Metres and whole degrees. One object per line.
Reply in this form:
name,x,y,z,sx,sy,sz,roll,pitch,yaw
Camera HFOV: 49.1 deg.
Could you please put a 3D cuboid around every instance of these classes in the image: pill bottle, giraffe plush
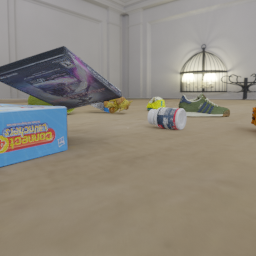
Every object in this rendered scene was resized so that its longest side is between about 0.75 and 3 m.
pill bottle,1.098,-0.282,8.002,1.003,0.600,0.600,6,9,36
giraffe plush,-0.390,-1.153,13.323,1.260,1.087,1.022,26,-6,-29

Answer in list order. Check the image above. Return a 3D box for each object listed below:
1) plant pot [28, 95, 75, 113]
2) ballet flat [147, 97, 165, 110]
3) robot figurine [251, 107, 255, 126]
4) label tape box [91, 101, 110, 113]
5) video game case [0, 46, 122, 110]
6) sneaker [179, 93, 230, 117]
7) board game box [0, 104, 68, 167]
plant pot,-3.694,-1.364,13.121,1.928,1.804,1.804,-13,0,30
ballet flat,1.544,-1.292,15.134,0.775,0.777,2.319,2,7,-9
robot figurine,4.064,-0.181,6.220,2.117,0.850,2.920,-2,7,-1
label tape box,-1.372,-1.396,14.134,1.382,0.457,0.990,22,36,1
video game case,-1.244,-0.839,5.474,1.524,0.202,2.134,-10,-17,21
sneaker,3.251,-0.988,11.885,2.234,1.003,0.749,0,7,-2
board game box,-2.967,0.068,4.488,2.796,0.798,2.855,5,9,30
